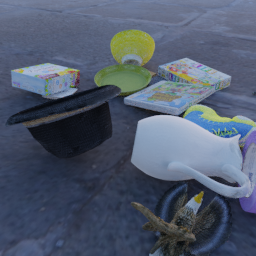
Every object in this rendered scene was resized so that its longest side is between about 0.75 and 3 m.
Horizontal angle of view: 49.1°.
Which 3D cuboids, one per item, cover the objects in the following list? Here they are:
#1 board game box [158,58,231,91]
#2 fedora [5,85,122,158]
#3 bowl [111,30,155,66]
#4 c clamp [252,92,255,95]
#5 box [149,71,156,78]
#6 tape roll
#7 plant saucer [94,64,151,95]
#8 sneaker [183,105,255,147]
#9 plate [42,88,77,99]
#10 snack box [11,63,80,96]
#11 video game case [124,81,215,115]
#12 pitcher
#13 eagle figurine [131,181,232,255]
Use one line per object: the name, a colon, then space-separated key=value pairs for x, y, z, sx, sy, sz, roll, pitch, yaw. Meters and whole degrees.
board game box: x=2.598 y=-2.095 z=11.233 sx=1.636 sy=0.417 sz=2.434 roll=-22 pitch=40 yaw=-29
fedora: x=-1.441 y=-0.072 z=6.995 sx=2.999 sy=1.370 sz=2.999 roll=-17 pitch=12 yaw=4
bowl: x=0.177 y=-3.097 z=11.821 sx=1.903 sy=1.903 sz=1.024 roll=2 pitch=65 yaw=3
c clamp: x=6.155 y=-0.853 z=9.406 sx=2.455 sy=0.389 sz=2.874 roll=-18 pitch=34 yaw=-8
box: x=0.460 y=-2.177 z=11.628 sx=0.948 sy=0.123 sz=1.160 roll=27 pitch=42 yaw=33
tape roll: x=2.763 y=0.909 z=5.758 sx=0.551 sy=1.681 sz=1.681 roll=9 pitch=36 yaw=10
plant saucer: x=-0.192 y=-1.839 z=10.840 sx=2.192 sy=0.341 sz=2.192 roll=-2 pitch=39 yaw=2
sneaker: x=2.432 y=0.219 z=7.636 sx=1.294 sy=0.933 sz=2.463 roll=-39 pitch=42 yaw=-27
plate: x=-2.453 y=-1.242 z=10.159 sx=0.999 sy=0.162 sz=1.001 roll=5 pitch=28 yaw=9
snack box: x=-2.994 y=-1.844 z=10.343 sx=1.608 sy=0.645 sz=1.907 roll=17 pitch=26 yaw=24
video game case: x=1.382 y=-1.111 z=9.527 sx=2.107 sy=0.255 sz=2.315 roll=-30 pitch=32 yaw=-35
pitcher: x=1.336 y=0.656 z=6.286 sx=2.480 sy=1.503 sz=2.127 roll=11 pitch=23 yaw=3
eagle figurine: x=1.097 y=1.727 z=5.279 sx=1.860 sy=1.403 sz=1.411 roll=8 pitch=56 yaw=-62
